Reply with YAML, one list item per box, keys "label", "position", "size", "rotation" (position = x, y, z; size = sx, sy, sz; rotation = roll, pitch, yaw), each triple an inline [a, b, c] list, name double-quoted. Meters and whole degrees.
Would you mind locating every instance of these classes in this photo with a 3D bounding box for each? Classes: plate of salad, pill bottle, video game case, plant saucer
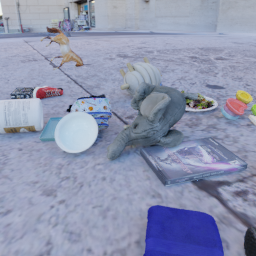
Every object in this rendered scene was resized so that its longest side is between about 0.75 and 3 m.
- label: "plate of salad"
  position: [2.954, -1.305, 12.941]
  size: [2.335, 0.561, 2.335]
  rotation: [1, 24, 0]
- label: "pill bottle"
  position: [-4.236, -0.426, 10.176]
  size: [2.116, 1.210, 1.210]
  rotation: [-4, 25, -10]
- label: "video game case"
  position: [1.888, 0.915, 8.411]
  size: [2.600, 0.247, 1.858]
  rotation: [-7, 25, -17]
- label: "plant saucer"
  position: [-2.765, 0.021, 10.473]
  size: [0.667, 0.181, 1.908]
  rotation: [-1, 23, -2]

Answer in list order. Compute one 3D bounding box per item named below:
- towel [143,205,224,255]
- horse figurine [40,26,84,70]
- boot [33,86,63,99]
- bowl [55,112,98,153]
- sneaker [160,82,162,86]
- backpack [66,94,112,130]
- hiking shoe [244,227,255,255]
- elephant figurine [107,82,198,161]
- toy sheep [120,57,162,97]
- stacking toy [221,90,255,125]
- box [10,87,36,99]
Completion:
- label: "towel"
  position: [1.008, 2.295, 5.128]
  size: [1.481, 0.497, 2.006]
  rotation: [9, 25, 4]
- label: "horse figurine"
  position: [-3.149, -3.742, 13.197]
  size: [1.482, 2.236, 0.558]
  rotation: [-14, 22, 13]
- label: "boot"
  position: [-3.907, -1.750, 13.967]
  size: [1.136, 0.570, 1.575]
  rotation: [7, 22, 12]
- label: "bowl"
  position: [-1.602, 0.228, 9.108]
  size: [1.404, 0.631, 1.404]
  rotation: [-2, 68, 6]
- label: "sneaker"
  position: [1.564, -2.704, 15.842]
  size: [0.633, 0.753, 1.920]
  rotation: [2, 23, 10]
- label: "backpack"
  position: [-1.291, -0.535, 9.972]
  size: [1.648, 1.269, 1.569]
  rotation: [-10, -15, -15]
- label: "hiking shoe"
  position: [2.626, 2.370, 4.987]
  size: [0.692, 0.521, 1.375]
  rotation: [6, 30, -14]
- label: "elephant figurine"
  position: [0.862, -0.138, 9.098]
  size: [2.060, 2.259, 2.912]
  rotation: [28, 33, -7]
- label: "toy sheep"
  position: [0.616, -2.409, 13.893]
  size: [2.735, 1.886, 1.886]
  rotation: [-28, 35, -33]
- label: "stacking toy"
  position: [4.841, -0.628, 11.716]
  size: [1.867, 0.789, 1.690]
  rotation: [-27, 61, -40]
- label: "box"
  position: [-5.360, -1.804, 14.391]
  size: [0.981, 0.267, 1.225]
  rotation: [-2, 24, -5]
